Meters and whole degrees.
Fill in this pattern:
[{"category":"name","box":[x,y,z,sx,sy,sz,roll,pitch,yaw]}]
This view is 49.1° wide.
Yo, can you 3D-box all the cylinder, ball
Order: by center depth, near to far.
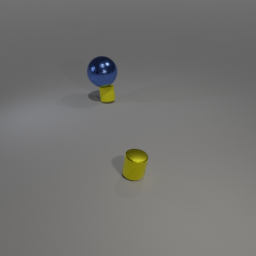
[{"category":"cylinder","box":[0.214,1.096,8.442,0.700,0.700,0.700,7,29,-4]},{"category":"ball","box":[-1.179,-2.574,12.818,1.400,1.400,1.400,0,29,0]},{"category":"cylinder","box":[-0.991,-1.666,13.416,0.700,0.700,0.700,-5,19,2]}]
